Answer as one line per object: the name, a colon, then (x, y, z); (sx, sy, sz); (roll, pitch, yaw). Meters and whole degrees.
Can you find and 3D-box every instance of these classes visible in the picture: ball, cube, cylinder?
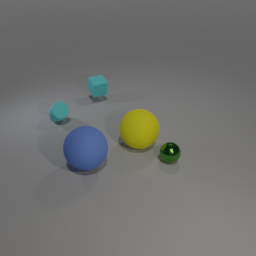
ball: (1.410, 0.817, 9.341); (0.700, 0.700, 0.700); (0, 31, 0)
cube: (-1.415, -1.963, 13.114); (0.700, 0.700, 0.700); (-16, 47, -22)
ball: (-1.327, 0.629, 8.818); (1.400, 1.400, 1.400); (0, 31, 0)
cylinder: (-2.848, -0.667, 11.525); (0.700, 0.700, 0.700); (-18, -1, -27)
ball: (0.400, 0.033, 9.883); (1.400, 1.400, 1.400); (0, 31, 0)
